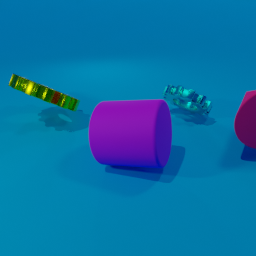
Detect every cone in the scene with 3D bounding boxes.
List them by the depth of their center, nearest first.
[{"bbox_3d":[2.774,-0.494,5.992,1.373,1.373,1.379,1,31,1],"label":"cone"}]

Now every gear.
[{"bbox_3d":[-2.139,-0.906,7.285,1.771,0.327,1.771,22,2,-1],"label":"gear"},{"bbox_3d":[1.592,-0.742,7.591,1.332,0.246,1.332,24,-6,3],"label":"gear"}]

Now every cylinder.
[{"bbox_3d":[0.096,0.106,5.595,1.314,1.314,1.314,0,27,22],"label":"cylinder"}]
